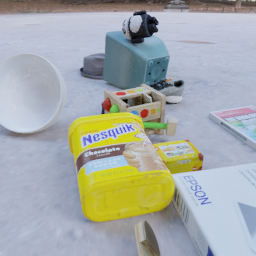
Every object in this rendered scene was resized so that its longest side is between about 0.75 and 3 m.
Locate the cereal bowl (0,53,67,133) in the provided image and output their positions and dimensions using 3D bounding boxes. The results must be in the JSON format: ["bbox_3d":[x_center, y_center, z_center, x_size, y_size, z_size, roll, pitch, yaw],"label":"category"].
[{"bbox_3d":[-2.706,-0.911,7.875,2.191,2.191,0.912,5,-4,10],"label":"cereal bowl"}]

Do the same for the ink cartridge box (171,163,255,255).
[{"bbox_3d":[2.420,1.545,4.418,2.831,0.575,2.825,-6,28,-11],"label":"ink cartridge box"}]

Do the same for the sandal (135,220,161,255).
[{"bbox_3d":[0.130,2.022,3.710,0.596,0.665,1.813,-30,18,9],"label":"sandal"}]

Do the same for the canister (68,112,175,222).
[{"bbox_3d":[-0.247,0.653,5.714,1.759,1.025,2.368,-7,29,-13],"label":"canister"}]

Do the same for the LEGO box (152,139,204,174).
[{"bbox_3d":[1.039,0.663,6.326,1.054,0.407,0.785,-7,28,-13],"label":"LEGO box"}]

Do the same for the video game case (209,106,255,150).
[{"bbox_3d":[3.657,-0.040,7.935,1.668,0.204,2.333,-9,29,-17],"label":"video game case"}]

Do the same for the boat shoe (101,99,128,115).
[{"bbox_3d":[-0.105,-0.807,8.955,0.799,0.685,2.185,14,29,26],"label":"boat shoe"}]

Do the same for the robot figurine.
[{"bbox_3d":[0.419,-3.611,10.011,1.309,0.817,0.983,1,44,27],"label":"robot figurine"}]

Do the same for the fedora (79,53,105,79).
[{"bbox_3d":[-1.320,-2.924,12.844,1.953,0.882,1.727,21,34,35],"label":"fedora"}]

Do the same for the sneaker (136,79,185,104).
[{"bbox_3d":[1.022,-1.288,9.323,2.069,0.820,0.765,-8,43,-31],"label":"sneaker"}]

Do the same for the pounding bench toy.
[{"bbox_3d":[0.245,-0.271,7.358,1.430,1.139,1.834,-13,30,-24],"label":"pounding bench toy"}]

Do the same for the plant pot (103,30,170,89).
[{"bbox_3d":[0.455,-2.584,11.110,2.031,2.037,2.075,-20,42,-34],"label":"plant pot"}]
